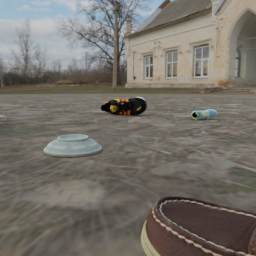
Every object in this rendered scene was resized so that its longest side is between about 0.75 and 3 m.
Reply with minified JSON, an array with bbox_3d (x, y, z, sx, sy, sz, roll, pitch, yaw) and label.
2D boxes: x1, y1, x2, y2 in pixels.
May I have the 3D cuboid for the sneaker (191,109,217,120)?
[{"bbox_3d":[2.793,-0.478,10.357,0.966,0.384,0.631,-7,3,21],"label":"sneaker"}]

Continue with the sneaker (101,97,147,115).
[{"bbox_3d":[-0.221,-0.863,12.001,2.195,0.767,0.987,3,16,43],"label":"sneaker"}]

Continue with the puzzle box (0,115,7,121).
[{"bbox_3d":[-5.139,-0.368,10.254,1.351,0.172,0.899,8,11,43],"label":"puzzle box"}]

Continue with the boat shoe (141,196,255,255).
[{"bbox_3d":[1.067,0.608,1.281,0.873,0.871,2.421,-8,11,-41],"label":"boat shoe"}]

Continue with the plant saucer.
[{"bbox_3d":[-1.060,0.303,5.404,1.108,0.278,1.108,0,9,0],"label":"plant saucer"}]
